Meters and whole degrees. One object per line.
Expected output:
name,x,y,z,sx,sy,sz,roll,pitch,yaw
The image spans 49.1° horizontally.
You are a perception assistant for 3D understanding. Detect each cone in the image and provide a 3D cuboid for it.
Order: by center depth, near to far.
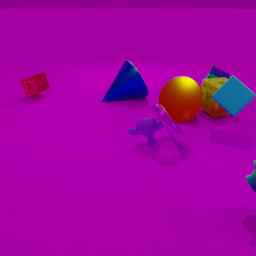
cone,2.077,-0.878,9.827,1.526,1.526,1.532,17,4,31
cone,-0.343,-1.500,11.040,1.681,1.675,1.675,-34,34,-7

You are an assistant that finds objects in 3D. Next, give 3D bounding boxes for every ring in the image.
ring,1.160,-0.085,7.643,0.289,1.445,1.445,-39,27,8

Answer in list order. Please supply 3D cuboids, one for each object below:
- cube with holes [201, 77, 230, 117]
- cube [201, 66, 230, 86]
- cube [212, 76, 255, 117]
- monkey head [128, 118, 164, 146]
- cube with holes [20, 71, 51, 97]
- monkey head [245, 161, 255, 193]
cube with holes,3.207,-1.089,9.770,0.992,0.992,0.992,-9,33,-23
cube,3.504,-1.855,11.271,0.818,0.818,0.818,29,40,6
cube,3.093,-0.896,8.207,0.828,0.828,0.828,47,15,17
monkey head,0.556,0.100,7.638,1.029,0.741,0.620,-14,-11,14
cube with holes,-3.761,-1.785,11.372,0.729,0.729,0.729,-9,19,30
monkey head,2.579,1.053,4.976,1.200,0.723,0.864,24,49,-11
